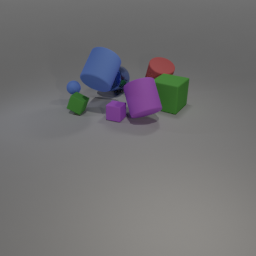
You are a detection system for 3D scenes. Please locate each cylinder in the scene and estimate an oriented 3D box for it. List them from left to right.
[{"bbox_3d":[-1.166,-2.502,12.061,1.400,1.400,1.400,13,71,22],"label":"cylinder"},{"bbox_3d":[-0.779,-2.669,14.916,1.400,1.400,1.400,10,11,17],"label":"cylinder"},{"bbox_3d":[0.630,-1.290,12.138,1.400,1.400,1.400,-14,-7,-2],"label":"cylinder"},{"bbox_3d":[1.681,-2.860,15.187,1.400,1.400,1.400,6,51,-7],"label":"cylinder"}]

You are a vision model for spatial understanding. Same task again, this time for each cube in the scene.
[{"bbox_3d":[-2.320,-1.157,13.028,0.700,0.700,0.700,26,26,2],"label":"cube"},{"bbox_3d":[-0.529,-0.758,12.548,0.700,0.700,0.700,12,28,20],"label":"cube"},{"bbox_3d":[1.991,-1.675,13.498,1.400,1.400,1.400,17,33,27],"label":"cube"}]

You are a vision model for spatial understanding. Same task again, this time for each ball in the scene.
[{"bbox_3d":[-2.696,-2.002,13.906,0.700,0.700,0.700,0,29,0],"label":"ball"}]
